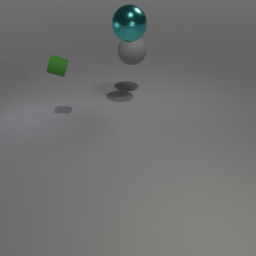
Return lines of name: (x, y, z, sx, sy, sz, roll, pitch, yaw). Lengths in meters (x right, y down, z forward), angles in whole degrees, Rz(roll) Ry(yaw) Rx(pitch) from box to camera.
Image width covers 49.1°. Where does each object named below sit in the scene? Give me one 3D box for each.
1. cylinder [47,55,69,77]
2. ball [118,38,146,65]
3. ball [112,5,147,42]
cylinder: (-2.743, -2.418, 10.926, 0.700, 0.700, 0.700, 14, 27, -14)
ball: (0.200, -3.815, 13.781, 1.400, 1.400, 1.400, 0, 29, 0)
ball: (0.057, -4.110, 11.053, 1.400, 1.400, 1.400, 0, 29, 0)
